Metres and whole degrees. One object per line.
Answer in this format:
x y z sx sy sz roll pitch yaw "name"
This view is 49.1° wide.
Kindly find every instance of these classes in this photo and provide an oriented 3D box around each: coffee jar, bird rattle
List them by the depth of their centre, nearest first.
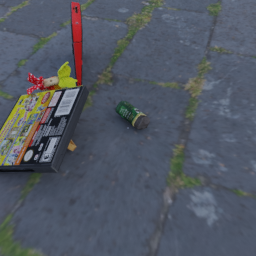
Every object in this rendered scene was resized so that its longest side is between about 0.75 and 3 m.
0.155 -0.394 8.820 1.101 0.470 0.574 39 19 30 "coffee jar"
-2.475 -1.412 9.190 1.618 1.319 0.912 -23 86 -4 "bird rattle"

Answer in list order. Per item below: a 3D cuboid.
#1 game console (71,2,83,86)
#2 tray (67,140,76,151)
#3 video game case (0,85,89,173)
-1.906 -3.135 10.319 0.395 2.249 2.543 0 46 -11 "game console"
-1.978 0.219 8.194 0.201 0.535 1.085 -50 53 3 "tray"
-2.578 0.007 7.876 2.502 0.353 2.768 -5 50 24 "video game case"
